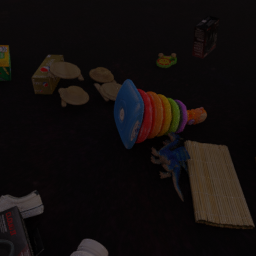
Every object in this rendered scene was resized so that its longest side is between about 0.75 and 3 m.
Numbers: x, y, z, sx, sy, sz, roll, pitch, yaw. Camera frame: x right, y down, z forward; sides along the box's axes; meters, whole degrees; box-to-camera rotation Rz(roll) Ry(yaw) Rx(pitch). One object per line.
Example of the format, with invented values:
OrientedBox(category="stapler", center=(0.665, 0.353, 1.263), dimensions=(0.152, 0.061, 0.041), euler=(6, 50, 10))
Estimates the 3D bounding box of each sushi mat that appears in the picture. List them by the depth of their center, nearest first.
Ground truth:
OrientedBox(category="sushi mat", center=(2.137, 1.269, 6.949), dimensions=(1.252, 0.158, 2.616), euler=(7, 38, -2))

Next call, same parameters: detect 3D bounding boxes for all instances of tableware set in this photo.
OrientedBox(category="tableware set", center=(-1.410, -1.639, 10.211), dimensions=(2.943, 0.341, 2.459), euler=(-1, 42, -23))

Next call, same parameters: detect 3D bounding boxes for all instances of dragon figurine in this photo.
OrientedBox(category="dragon figurine", center=(1.243, 0.845, 7.193), dimensions=(1.007, 0.596, 2.026), euler=(-14, 39, -16))

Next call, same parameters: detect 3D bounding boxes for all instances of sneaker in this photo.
OrientedBox(category="sneaker", center=(-2.665, 1.731, 5.984), dimensions=(1.609, 0.570, 0.588), euler=(-10, -6, -24))

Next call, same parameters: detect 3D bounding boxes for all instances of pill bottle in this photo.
OrientedBox(category="pill bottle", center=(-0.849, 2.616, 4.893), dimensions=(0.673, 0.673, 1.187), euler=(14, 40, 17))

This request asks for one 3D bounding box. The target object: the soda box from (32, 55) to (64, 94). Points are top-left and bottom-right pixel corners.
OrientedBox(category="soda box", center=(-3.026, -2.104, 10.832), dimensions=(0.657, 0.695, 2.051), euler=(3, 38, 3))

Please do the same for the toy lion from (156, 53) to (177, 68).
OrientedBox(category="toy lion", center=(1.687, -2.914, 12.232), dimensions=(0.908, 0.312, 0.871), euler=(-1, 45, -2))

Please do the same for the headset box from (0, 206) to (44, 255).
OrientedBox(category="headset box", center=(-2.553, 2.464, 4.999), dimensions=(2.041, 0.788, 1.519), euler=(-20, 42, -21))

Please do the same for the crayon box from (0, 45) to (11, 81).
OrientedBox(category="crayon box", center=(-5.551, -2.699, 11.489), dimensions=(1.334, 0.654, 2.246), euler=(-6, 38, -20))

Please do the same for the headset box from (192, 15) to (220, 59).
OrientedBox(category="headset box", center=(2.658, -3.062, 9.619), dimensions=(0.472, 1.222, 0.909), euler=(29, 55, 32))

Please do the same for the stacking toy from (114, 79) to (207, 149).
OrientedBox(category="stacking toy", center=(1.132, -0.345, 8.289), dimensions=(2.849, 1.654, 1.564), euler=(1, 38, -21))
